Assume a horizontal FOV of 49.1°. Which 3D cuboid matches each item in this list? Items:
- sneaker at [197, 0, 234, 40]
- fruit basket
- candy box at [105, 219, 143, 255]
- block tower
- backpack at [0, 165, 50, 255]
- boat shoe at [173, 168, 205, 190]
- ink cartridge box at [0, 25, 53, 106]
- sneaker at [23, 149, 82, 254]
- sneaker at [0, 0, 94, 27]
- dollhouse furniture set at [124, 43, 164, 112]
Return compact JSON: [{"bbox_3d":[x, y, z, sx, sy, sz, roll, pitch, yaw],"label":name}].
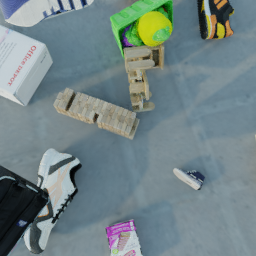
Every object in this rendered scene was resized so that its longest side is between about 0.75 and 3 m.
[{"bbox_3d":[3.003,-4.121,9.458,1.100,0.855,2.446,1,79,-2],"label":"sneaker"},{"bbox_3d":[0.659,-3.034,8.696,2.174,1.568,2.174,-4,61,7],"label":"fruit basket"},{"bbox_3d":[-0.089,3.162,7.526,0.815,0.365,1.195,-14,75,-5],"label":"candy box"},{"bbox_3d":[-0.913,-0.444,8.418,2.493,0.721,0.673,20,75,5],"label":"block tower"},{"bbox_3d":[-2.841,1.771,5.579,1.504,1.773,1.997,20,71,31],"label":"backpack"},{"bbox_3d":[1.784,1.363,8.111,0.927,0.346,0.430,37,65,7],"label":"boat shoe"},{"bbox_3d":[-3.941,-2.066,8.689,2.544,1.068,1.842,24,75,7],"label":"ink cartridge box"},{"bbox_3d":[-1.997,1.952,7.558,1.108,1.021,2.769,10,74,1],"label":"sneaker"},{"bbox_3d":[-1.665,-3.129,6.661,2.564,1.481,1.036,-3,115,18],"label":"sneaker"},{"bbox_3d":[0.598,-1.657,8.340,1.215,1.603,1.829,-8,47,-1],"label":"dollhouse furniture set"}]
